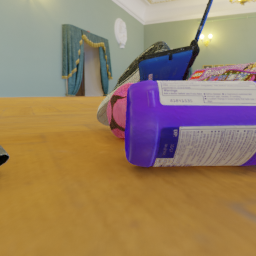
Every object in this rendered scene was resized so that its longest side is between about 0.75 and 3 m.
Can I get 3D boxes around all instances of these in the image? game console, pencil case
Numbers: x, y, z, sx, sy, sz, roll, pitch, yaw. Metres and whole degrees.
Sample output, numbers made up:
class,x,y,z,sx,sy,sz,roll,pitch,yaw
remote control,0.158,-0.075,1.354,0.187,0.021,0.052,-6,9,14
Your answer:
class,x,y,z,sx,sy,sz,roll,pitch,yaw
game console,0.800,-1.438,5.000,1.359,0.942,1.592,-11,-8,3
pencil case,1.081,-0.380,5.432,2.949,1.381,1.338,3,-36,29

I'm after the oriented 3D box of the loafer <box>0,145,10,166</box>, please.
class,x,y,z,sx,sy,sz,roll,pitch,yaw
loafer,-1.620,0.423,2.988,0.313,0.338,0.899,23,32,8

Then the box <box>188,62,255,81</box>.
class,x,y,z,sx,sy,sz,roll,pitch,yaw
box,2.250,-0.730,6.700,1.806,0.516,2.640,-52,29,-19

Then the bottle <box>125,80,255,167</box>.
class,x,y,z,sx,sy,sz,roll,pitch,yaw
bottle,1.421,-0.037,3.665,2.913,0.951,1.217,-1,-31,-2

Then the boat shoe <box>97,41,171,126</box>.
class,x,y,z,sx,sy,sz,roll,pitch,yaw
boat shoe,0.196,-1.009,6.926,0.952,0.937,2.643,31,-51,-28
